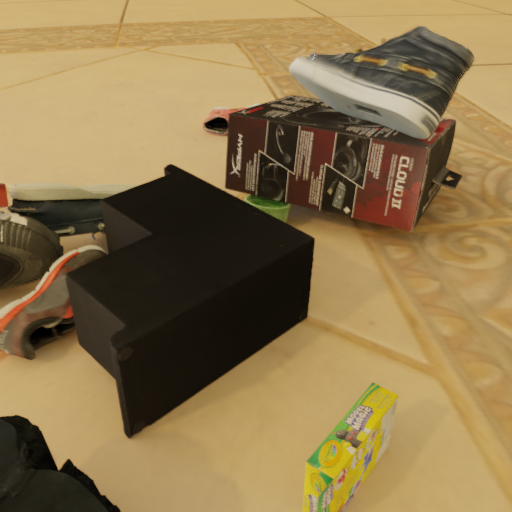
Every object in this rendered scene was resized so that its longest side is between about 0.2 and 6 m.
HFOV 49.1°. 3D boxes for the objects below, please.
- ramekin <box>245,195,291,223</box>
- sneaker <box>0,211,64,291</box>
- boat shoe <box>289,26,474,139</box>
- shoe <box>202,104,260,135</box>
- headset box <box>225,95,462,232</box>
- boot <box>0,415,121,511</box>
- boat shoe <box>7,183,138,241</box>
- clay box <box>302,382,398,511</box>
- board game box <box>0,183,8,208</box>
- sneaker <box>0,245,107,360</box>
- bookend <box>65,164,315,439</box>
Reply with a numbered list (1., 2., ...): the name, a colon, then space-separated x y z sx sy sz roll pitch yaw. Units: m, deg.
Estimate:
1. ramekin: 0.173 -0.732 9.214 0.762 0.372 0.762 6 22 -2
2. sneaker: -4.310 0.281 7.193 3.559 1.183 1.610 -1 37 4
3. boat shoe: 1.806 -2.784 8.436 2.838 1.288 1.004 36 4 39
4. shoe: -0.375 -3.015 12.580 1.620 0.579 0.737 4 35 15
5. headset box: 1.661 -1.720 9.578 3.578 1.382 2.663 16 28 21
6. boot: -2.856 2.269 4.027 3.257 1.244 2.736 22 43 19
7. boat shoe: -2.245 -0.619 8.577 2.901 0.897 1.086 -5 16 -41
8. clay box: 0.820 1.862 5.116 0.318 0.769 1.338 24 40 32
9. board game box: -5.103 -0.772 7.913 1.883 0.356 3.658 -10 11 -42
10. sneaker: -2.421 0.639 7.119 0.773 0.728 1.888 25 51 19
11. bookend: -1.245 0.262 6.960 2.794 1.295 2.812 30 44 35
